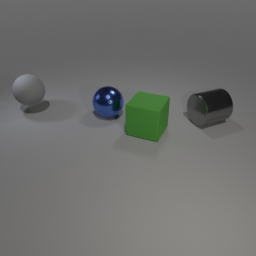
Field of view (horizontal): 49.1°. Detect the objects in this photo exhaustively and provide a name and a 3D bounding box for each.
[{"bbox_3d":[-0.883,-1.154,12.442,1.400,1.400,1.400,0,32,0],"label":"ball"},{"bbox_3d":[3.491,-0.895,12.018,1.400,1.400,1.400,-14,35,-21],"label":"cylinder"},{"bbox_3d":[0.802,-0.501,11.388,1.400,1.400,1.400,13,34,20],"label":"cube"},{"bbox_3d":[-4.454,-1.701,12.612,1.400,1.400,1.400,0,32,0],"label":"ball"}]
